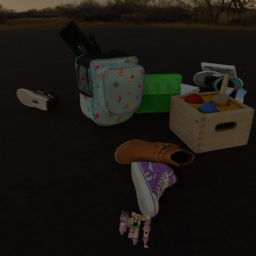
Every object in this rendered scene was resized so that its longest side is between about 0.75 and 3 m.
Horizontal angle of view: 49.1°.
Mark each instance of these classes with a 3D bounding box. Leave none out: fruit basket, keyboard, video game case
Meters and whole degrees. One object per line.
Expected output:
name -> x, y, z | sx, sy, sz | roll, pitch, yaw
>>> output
fruit basket -> 1.257, -1.890, 13.854 | 2.745, 1.980, 2.745 | 1, 43, -1
keyboard -> -1.795, -3.548, 12.437 | 1.564, 2.604, 0.334 | -16, 32, 46
video game case -> 5.505, -3.214, 16.805 | 1.960, 1.782, 0.229 | 16, 73, 33

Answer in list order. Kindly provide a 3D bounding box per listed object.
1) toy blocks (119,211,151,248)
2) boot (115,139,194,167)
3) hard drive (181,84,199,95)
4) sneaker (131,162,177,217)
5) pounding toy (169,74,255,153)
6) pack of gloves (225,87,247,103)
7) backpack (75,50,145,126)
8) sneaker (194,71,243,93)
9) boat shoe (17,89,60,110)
toy blocks -> 0.150, 2.286, 6.314 | 0.733, 0.784, 0.660 | 10, 68, 2
boot -> 0.823, 0.882, 8.744 | 2.137, 0.819, 1.659 | 2, 6, -27
hard drive -> 2.293, -2.246, 16.033 | 2.931, 0.372, 1.934 | 21, 33, 37
sneaker -> 0.833, 1.545, 7.696 | 1.252, 0.796, 2.196 | 0, 25, -7
pounding toy -> 3.324, -0.714, 10.927 | 2.854, 2.029, 2.627 | -8, 27, -16
pack of gloves -> 5.507, -1.761, 14.651 | 1.158, 0.272, 1.378 | 10, 48, 29
backpack -> -0.699, -1.535, 11.706 | 2.575, 2.929, 2.245 | -16, 36, -35
sneaker -> 4.959, -2.553, 15.894 | 2.796, 1.169, 1.688 | 14, 19, 24
boat shoe -> -4.474, -1.530, 14.123 | 2.232, 0.833, 1.035 | 23, 33, 22
